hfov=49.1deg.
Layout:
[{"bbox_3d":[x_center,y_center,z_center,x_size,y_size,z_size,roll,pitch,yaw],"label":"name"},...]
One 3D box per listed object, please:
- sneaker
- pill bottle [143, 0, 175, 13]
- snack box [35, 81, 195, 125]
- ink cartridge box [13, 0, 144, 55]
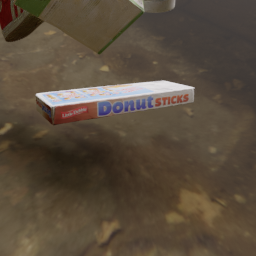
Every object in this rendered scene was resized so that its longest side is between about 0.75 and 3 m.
[{"bbox_3d":[-2.457,-3.246,6.688,2.606,1.465,0.928,-17,10,36],"label":"sneaker"},{"bbox_3d":[0.646,-3.944,6.453,1.247,2.238,1.247,-4,40,3],"label":"pill bottle"},{"bbox_3d":[-0.112,-0.390,3.668,1.994,0.242,0.717,-11,23,-29],"label":"snack box"},{"bbox_3d":[-0.989,-2.673,5.950,2.235,1.626,0.536,24,49,-36],"label":"ink cartridge box"}]
